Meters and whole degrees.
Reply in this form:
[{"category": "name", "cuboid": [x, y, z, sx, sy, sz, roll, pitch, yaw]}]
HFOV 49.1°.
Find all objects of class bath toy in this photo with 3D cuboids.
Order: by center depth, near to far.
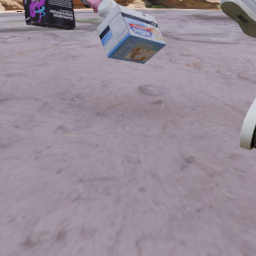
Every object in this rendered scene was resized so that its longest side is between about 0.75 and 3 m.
[{"category": "bath toy", "cuboid": [-0.738, -3.569, 8.069, 0.812, 0.690, 1.867, -39, 49, 3]}]

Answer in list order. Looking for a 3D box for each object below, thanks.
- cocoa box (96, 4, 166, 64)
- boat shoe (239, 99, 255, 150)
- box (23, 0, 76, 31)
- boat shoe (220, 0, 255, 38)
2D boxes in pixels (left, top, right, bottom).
[{"category": "cocoa box", "cuboid": [0.110, -2.506, 7.720, 1.514, 1.010, 0.993, -4, 67, -46]}, {"category": "boat shoe", "cuboid": [2.614, -0.633, 4.282, 0.769, 0.919, 2.573, 24, 70, 35]}, {"category": "box", "cuboid": [-2.263, -3.894, 7.869, 0.377, 2.086, 1.491, -1, 7, 42]}, {"category": "boat shoe", "cuboid": [3.160, -3.000, 7.209, 2.002, 0.713, 0.698, 21, -4, -34]}]
